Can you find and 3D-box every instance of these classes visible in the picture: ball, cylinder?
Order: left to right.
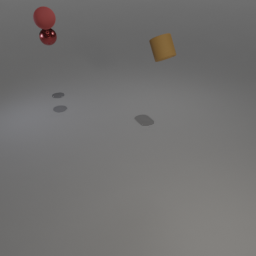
[{"bbox_3d":[-2.710,-3.567,9.090,0.700,0.700,0.700,0,29,0],"label":"ball"},{"bbox_3d":[-3.271,-3.746,11.467,0.700,0.700,0.700,0,29,0],"label":"ball"},{"bbox_3d":[1.100,-2.531,8.845,0.700,0.700,0.700,-17,7,2],"label":"cylinder"}]
